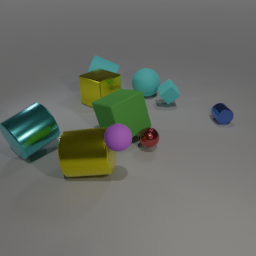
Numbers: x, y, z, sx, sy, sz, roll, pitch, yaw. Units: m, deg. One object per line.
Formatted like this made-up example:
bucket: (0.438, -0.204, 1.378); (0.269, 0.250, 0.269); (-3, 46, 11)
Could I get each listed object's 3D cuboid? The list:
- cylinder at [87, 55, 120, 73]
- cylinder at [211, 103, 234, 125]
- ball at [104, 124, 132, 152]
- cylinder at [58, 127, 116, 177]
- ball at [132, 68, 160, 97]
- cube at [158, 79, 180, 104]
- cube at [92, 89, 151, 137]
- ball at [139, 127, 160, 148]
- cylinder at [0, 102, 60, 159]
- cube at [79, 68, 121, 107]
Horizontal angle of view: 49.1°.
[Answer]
cylinder: (-1.337, -2.902, 14.757); (1.400, 1.400, 1.400); (22, 28, -8)
cylinder: (3.919, -0.596, 11.670); (0.700, 0.700, 0.700); (-3, 29, -6)
ball: (-0.248, 0.242, 7.030); (0.700, 0.700, 0.700); (0, 28, 0)
cylinder: (-1.160, 0.712, 8.316); (1.400, 1.400, 1.400); (-5, 28, 8)
ball: (0.900, -2.284, 14.052); (1.400, 1.400, 1.400); (0, 28, 0)
cube: (1.873, -1.668, 12.860); (0.700, 0.700, 0.700); (-34, 34, 24)
cube: (-0.231, -0.498, 10.196); (1.400, 1.400, 1.400); (-29, 25, -27)
ball: (0.730, 0.325, 9.610); (0.700, 0.700, 0.700); (0, 28, 0)
cylinder: (-3.239, 0.085, 9.286); (1.400, 1.400, 1.400); (25, 51, 38)
cube: (-1.290, -1.836, 13.169); (1.400, 1.400, 1.400); (23, 37, 34)
